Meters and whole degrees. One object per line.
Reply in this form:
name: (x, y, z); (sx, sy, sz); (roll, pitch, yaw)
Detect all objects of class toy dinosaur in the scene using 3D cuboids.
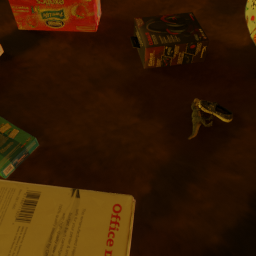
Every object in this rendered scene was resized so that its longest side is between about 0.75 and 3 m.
toy dinosaur: (1.943, -0.211, 7.423); (0.596, 0.321, 1.353); (0, 51, 19)

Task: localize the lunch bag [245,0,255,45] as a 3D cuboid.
lunch bag: (4.790, -3.814, 8.901); (1.100, 2.334, 2.912); (-2, 52, -2)

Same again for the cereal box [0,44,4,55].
cereal box: (-5.082, -2.059, 8.784); (1.415, 0.389, 1.966); (14, 54, 10)

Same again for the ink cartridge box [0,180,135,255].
ink cartridge box: (-1.314, 2.170, 5.034); (2.727, 1.150, 1.992); (6, 53, 5)

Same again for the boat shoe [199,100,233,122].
boat shoe: (2.399, -0.538, 7.647); (1.017, 0.337, 0.356); (38, 61, 25)

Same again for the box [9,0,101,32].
box: (-2.506, -4.447, 9.947); (2.941, 1.466, 1.404); (3, 52, 2)

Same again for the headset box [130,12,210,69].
headset box: (1.219, -2.859, 9.108); (2.264, 0.849, 1.682); (-8, 53, -6)

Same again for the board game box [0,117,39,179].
board game box: (-3.169, 0.396, 6.913); (1.503, 0.353, 1.135); (27, 58, 20)
